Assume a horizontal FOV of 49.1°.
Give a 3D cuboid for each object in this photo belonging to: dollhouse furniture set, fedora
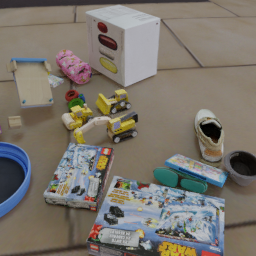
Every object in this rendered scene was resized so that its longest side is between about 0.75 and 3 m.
[{"bbox_3d":[-4.016,-0.977,10.196,2.737,1.786,2.584,-11,82,-34],"label":"dollhouse furniture set"},{"bbox_3d":[3.257,1.205,7.977,1.109,0.566,1.253,1,36,1],"label":"fedora"}]

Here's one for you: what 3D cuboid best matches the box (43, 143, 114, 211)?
[{"bbox_3d":[-1.297,1.305,7.965,1.423,0.415,2.079,6,38,8],"label":"box"}]

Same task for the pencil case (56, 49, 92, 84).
[{"bbox_3d":[-2.535,-2.865,12.914,0.972,0.930,2.246,-24,43,-26],"label":"pencil case"}]

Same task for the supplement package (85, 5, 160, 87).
[{"bbox_3d":[-0.278,-3.781,12.682,2.024,2.631,2.752,-28,46,-31],"label":"supplement package"}]

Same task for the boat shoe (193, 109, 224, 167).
[{"bbox_3d":[2.707,0.069,9.170,0.966,0.884,2.584,2,38,3],"label":"boat shoe"}]

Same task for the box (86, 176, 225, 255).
[{"bbox_3d":[0.735,2.285,6.571,2.885,0.575,1.975,10,39,13],"label":"box"}]

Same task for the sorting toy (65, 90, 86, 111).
[{"bbox_3d":[-2.012,-1.011,10.997,0.717,0.490,1.194,-24,54,-6],"label":"sorting toy"}]

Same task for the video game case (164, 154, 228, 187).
[{"bbox_3d":[1.964,1.162,7.962,1.614,0.144,1.155,20,14,23],"label":"video game case"}]

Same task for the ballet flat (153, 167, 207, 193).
[{"bbox_3d":[1.461,1.423,7.854,1.514,0.510,0.533,15,16,18],"label":"ballet flat"}]

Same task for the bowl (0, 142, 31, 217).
[{"bbox_3d":[-4.061,1.469,7.655,2.789,0.547,2.789,0,38,0],"label":"bowl"}]

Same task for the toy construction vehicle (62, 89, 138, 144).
[{"bbox_3d":[-0.854,-0.520,9.843,2.694,0.949,2.346,-16,40,-21],"label":"toy construction vehicle"}]

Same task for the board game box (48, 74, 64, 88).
[{"bbox_3d":[-3.439,-2.134,12.598,0.918,0.157,0.617,24,44,28],"label":"board game box"}]
